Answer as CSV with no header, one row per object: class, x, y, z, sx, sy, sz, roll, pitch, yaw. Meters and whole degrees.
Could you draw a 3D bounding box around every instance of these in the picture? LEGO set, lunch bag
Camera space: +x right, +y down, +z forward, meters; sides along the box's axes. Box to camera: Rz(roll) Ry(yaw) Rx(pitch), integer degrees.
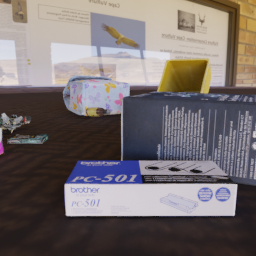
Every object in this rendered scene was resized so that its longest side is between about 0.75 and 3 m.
LEGO set,-4.170,-0.148,10.049,1.483,0.647,2.284,3,-2,7
lunch bag,-1.665,-1.637,13.826,2.482,1.861,2.927,-4,11,-28

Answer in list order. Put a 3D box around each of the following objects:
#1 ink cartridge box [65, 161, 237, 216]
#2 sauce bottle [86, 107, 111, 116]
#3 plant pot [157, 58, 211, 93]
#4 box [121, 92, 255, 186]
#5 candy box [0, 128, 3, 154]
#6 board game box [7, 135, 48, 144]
ink cartridge box,0.302,0.887,4.331,2.340,0.517,1.100,0,10,-1
sauce bottle,-1.007,-0.545,9.442,0.958,0.310,0.310,3,11,40
plant pot,2.971,-1.851,13.885,2.175,2.189,2.239,6,-24,29
box,1.542,0.030,6.151,2.818,1.509,2.092,5,12,23
candy box,-4.224,0.431,6.239,2.237,0.682,1.525,1,11,4
board game box,-2.934,0.323,8.259,0.996,0.140,0.674,0,11,-1
